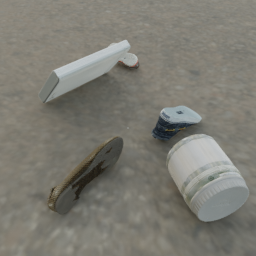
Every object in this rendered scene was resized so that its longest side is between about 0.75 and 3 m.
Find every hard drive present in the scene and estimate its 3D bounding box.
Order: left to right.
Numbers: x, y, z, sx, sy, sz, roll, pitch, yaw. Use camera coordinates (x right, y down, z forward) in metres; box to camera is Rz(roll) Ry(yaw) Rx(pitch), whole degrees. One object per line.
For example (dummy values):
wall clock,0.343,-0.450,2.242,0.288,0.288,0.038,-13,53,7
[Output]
hard drive,-1.366,-1.790,8.866,2.779,1.833,0.371,-34,92,-34

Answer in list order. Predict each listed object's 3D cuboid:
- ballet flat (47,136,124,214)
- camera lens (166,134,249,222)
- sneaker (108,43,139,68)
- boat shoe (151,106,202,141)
ballet flat,-0.936,0.952,6.386,0.538,0.782,2.321,19,52,35
camera lens,1.607,0.988,5.920,1.233,1.233,1.542,-12,43,-13
sneaker,-0.188,-2.674,10.714,1.561,0.639,0.602,41,94,28
boat shoe,1.322,-0.129,7.755,1.773,0.805,0.627,-3,41,-48
